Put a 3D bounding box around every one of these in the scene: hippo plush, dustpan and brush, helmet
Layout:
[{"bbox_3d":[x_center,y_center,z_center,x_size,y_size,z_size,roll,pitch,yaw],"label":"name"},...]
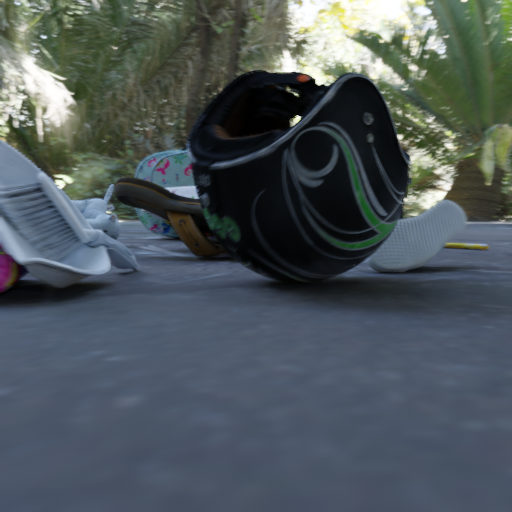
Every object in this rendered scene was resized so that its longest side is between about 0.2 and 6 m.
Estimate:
[{"bbox_3d":[-3.607,-0.610,12.622,1.593,1.269,1.281,-23,49,-37],"label":"hippo plush"},{"bbox_3d":[-2.004,-0.256,6.102,0.780,1.902,2.725,-34,-24,-9],"label":"dustpan and brush"},{"bbox_3d":[0.524,-0.787,5.984,2.245,2.245,2.141,4,-37,39],"label":"helmet"}]

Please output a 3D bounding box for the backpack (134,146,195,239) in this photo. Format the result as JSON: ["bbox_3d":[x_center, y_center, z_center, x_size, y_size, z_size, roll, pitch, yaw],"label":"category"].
[{"bbox_3d":[-1.971,-1.772,15.966,3.009,2.671,2.266,-4,-1,11],"label":"backpack"}]

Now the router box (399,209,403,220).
[{"bbox_3d":[2.059,-0.799,14.356,2.612,0.894,3.502,2,5,29],"label":"router box"}]

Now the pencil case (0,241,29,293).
[{"bbox_3d":[-2.619,0.009,5.512,0.722,0.722,1.633,-1,3,-12],"label":"pencil case"}]

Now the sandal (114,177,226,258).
[{"bbox_3d":[-1.091,-0.481,9.285,3.078,0.840,1.258,20,-14,10],"label":"sandal"}]

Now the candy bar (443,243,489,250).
[{"bbox_3d":[4.272,-0.199,11.663,0.290,0.129,1.162,-2,5,-38],"label":"candy bar"}]

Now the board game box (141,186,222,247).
[{"bbox_3d":[-0.536,-0.705,10.826,2.024,0.555,3.207,27,-14,-38],"label":"board game box"}]

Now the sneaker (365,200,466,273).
[{"bbox_3d":[2.099,-0.111,7.638,1.897,0.701,0.777,-21,-24,-32],"label":"sneaker"}]
